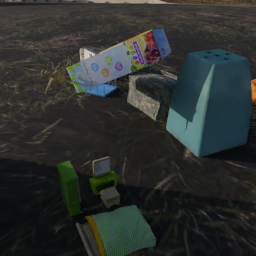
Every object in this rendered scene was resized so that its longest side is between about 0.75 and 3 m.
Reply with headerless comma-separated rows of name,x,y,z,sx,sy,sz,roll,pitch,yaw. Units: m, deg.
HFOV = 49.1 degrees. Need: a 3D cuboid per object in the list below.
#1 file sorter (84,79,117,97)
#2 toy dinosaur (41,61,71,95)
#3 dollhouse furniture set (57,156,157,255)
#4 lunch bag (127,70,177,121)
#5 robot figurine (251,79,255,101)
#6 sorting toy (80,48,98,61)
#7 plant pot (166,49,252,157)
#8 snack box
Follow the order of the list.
file sorter,-1.391,-2.113,12.320,1.526,0.936,1.059,15,32,25
toy dinosaur,-2.232,-1.529,8.390,0.672,1.329,0.387,36,10,-39
dollhouse furniture set,-0.470,1.532,5.785,1.374,1.052,2.097,-14,33,-23
lunch bag,1.461,-1.322,10.542,2.320,1.364,1.902,-12,32,-31
robot figurine,5.377,-1.472,11.277,1.052,0.853,1.463,-9,31,-11
sorting toy,-1.175,-3.339,14.445,1.982,1.176,2.202,-8,29,-29
plant pot,2.468,-0.890,8.447,1.867,2.642,1.866,-13,32,-20
snack box,-0.163,-2.124,8.719,2.725,0.922,2.298,-17,14,21
